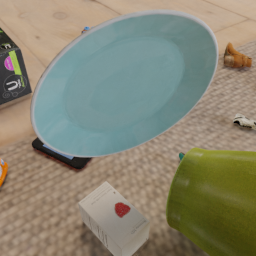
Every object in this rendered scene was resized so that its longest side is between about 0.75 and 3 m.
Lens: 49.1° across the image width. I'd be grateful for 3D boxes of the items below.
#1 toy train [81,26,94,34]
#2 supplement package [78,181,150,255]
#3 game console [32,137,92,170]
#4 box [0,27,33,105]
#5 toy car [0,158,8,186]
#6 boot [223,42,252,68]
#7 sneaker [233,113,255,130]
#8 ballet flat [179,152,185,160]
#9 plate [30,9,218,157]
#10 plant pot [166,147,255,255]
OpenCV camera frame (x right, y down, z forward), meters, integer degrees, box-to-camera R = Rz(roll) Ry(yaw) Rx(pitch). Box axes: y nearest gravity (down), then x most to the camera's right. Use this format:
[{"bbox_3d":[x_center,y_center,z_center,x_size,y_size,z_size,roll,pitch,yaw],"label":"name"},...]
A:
[{"bbox_3d":[-1.336,-3.733,11.118,1.020,0.442,0.583,-6,54,-9],"label":"toy train"},{"bbox_3d":[-0.267,1.782,5.364,0.740,0.731,1.221,-35,54,-30],"label":"supplement package"},{"bbox_3d":[-1.467,0.032,6.961,1.599,0.949,1.378,22,49,21],"label":"game console"},{"bbox_3d":[-4.089,-1.975,8.491,1.353,1.617,2.177,-27,51,-24],"label":"box"},{"bbox_3d":[-3.771,1.447,5.551,1.399,0.949,2.853,14,46,14],"label":"toy car"},{"bbox_3d":[3.910,-2.581,9.916,0.937,0.463,1.207,11,46,11],"label":"boot"},{"bbox_3d":[3.228,-0.096,7.613,0.769,0.283,0.308,31,66,33],"label":"sneaker"},{"bbox_3d":[1.492,0.899,6.606,0.276,0.275,0.808,-11,55,-24],"label":"ballet flat"},{"bbox_3d":[-0.007,-0.484,3.914,2.677,2.677,0.342,-16,57,-15],"label":"plate"},{"bbox_3d":[2.030,1.397,4.847,2.367,2.459,2.459,16,46,30],"label":"plant pot"}]
